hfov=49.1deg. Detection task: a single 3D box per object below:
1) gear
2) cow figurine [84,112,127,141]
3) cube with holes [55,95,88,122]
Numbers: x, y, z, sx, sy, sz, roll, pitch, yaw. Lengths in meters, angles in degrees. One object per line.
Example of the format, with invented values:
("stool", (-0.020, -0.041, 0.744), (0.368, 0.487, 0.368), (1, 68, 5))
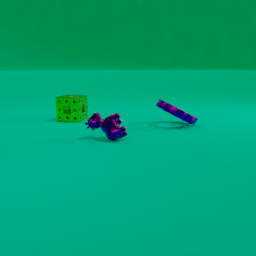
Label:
("gear", (1.612, -0.529, 9.249), (1.400, 0.259, 1.400), (26, 9, -5))
("cow figurine", (-0.611, -0.025, 7.520), (0.976, 0.544, 0.992), (-22, 58, -4))
("cube with holes", (-2.011, -0.725, 10.121), (0.855, 0.855, 0.855), (3, 13, 14))
